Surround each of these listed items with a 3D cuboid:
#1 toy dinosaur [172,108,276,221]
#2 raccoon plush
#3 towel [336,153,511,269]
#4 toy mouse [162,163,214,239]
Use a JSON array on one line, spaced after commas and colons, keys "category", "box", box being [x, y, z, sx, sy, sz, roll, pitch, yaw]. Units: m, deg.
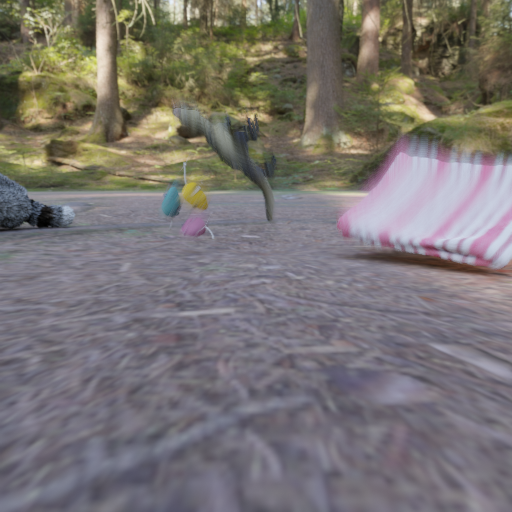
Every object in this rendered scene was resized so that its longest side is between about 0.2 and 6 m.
[{"category": "toy dinosaur", "box": [-0.216, -1.672, 9.345, 1.146, 2.601, 0.617, -11, 37, 55]}, {"category": "raccoon plush", "box": [-5.050, -1.048, 11.455, 2.630, 1.272, 1.762, -3, 14, -21]}, {"category": "towel", "box": [2.457, -0.683, 7.309, 2.399, 0.359, 1.756, 16, 52, 44]}, {"category": "toy mouse", "box": [-1.118, -0.625, 8.416, 1.036, 1.166, 0.226, -34, -2, 40]}]
